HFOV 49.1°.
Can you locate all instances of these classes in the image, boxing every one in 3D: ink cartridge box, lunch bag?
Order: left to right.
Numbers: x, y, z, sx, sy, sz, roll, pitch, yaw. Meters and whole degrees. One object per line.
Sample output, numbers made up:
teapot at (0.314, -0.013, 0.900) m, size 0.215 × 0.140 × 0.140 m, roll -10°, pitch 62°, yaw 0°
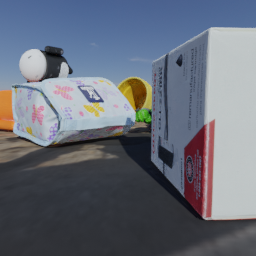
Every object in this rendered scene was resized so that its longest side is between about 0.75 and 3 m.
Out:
lunch bag at (-1.502, -0.499, 7.738) m, size 2.424 × 1.817 × 2.859 m, roll -8°, pitch 17°, yaw -41°
ink cartridge box at (1.093, -0.156, 3.959) m, size 1.093 × 1.883 × 2.609 m, roll -1°, pitch 6°, yaw -6°

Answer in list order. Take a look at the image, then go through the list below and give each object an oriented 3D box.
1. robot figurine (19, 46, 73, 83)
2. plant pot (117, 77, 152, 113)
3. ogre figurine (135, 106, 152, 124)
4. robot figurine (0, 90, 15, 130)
robot figurine at (-3.360, -2.476, 11.542) m, size 1.364 × 1.643 × 2.186 m, roll 8°, pitch 6°, yaw 35°
plant pot at (0.621, -1.363, 14.764) m, size 2.164 × 2.164 × 2.036 m, roll 4°, pitch -7°, yaw 34°
ogre figurine at (1.509, -0.539, 9.440) m, size 2.742 × 1.345 × 1.644 m, roll -30°, pitch 0°, yaw -9°
robot figurine at (-3.986, -0.686, 10.428) m, size 2.615 × 1.525 × 1.881 m, roll 2°, pitch 1°, yaw 17°
